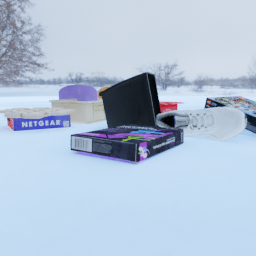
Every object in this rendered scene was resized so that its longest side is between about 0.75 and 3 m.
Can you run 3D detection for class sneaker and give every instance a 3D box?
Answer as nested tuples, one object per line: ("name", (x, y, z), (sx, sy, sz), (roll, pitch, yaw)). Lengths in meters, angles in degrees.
("sneaker", (2.100, -0.121, 8.471), (2.807, 1.046, 1.223), (-4, -5, 42))

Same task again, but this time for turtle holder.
("turtle holder", (-1.280, -2.089, 19.211), (1.681, 1.799, 2.367), (-1, 9, -4))

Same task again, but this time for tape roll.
("tape roll", (-2.879, -1.637, 16.252), (2.254, 0.958, 2.254), (-5, -16, -1))

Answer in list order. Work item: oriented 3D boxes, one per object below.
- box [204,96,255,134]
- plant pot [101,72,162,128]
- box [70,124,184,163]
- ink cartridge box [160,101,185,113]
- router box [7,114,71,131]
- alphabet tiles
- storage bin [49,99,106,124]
("box", (4.549, -0.482, 10.213), (2.006, 0.554, 2.937), (-6, 25, -30))
("plant pot", (0.169, -0.873, 10.772), (1.899, 2.136, 2.141), (-9, 6, 15))
("box", (0.105, 0.301, 7.585), (1.956, 0.494, 2.736), (6, 8, 32))
("ink cartridge box", (1.509, -0.959, 14.675), (1.531, 0.886, 2.635), (-7, 11, -38))
("router box", (-3.737, -0.328, 11.618), (2.211, 0.540, 1.985), (-5, 10, -28))
("alphabet tiles", (-3.558, -0.622, 11.039), (2.665, 0.199, 2.724), (3, 9, 7))
("storage bin", (-2.245, -0.892, 13.756), (2.219, 1.040, 2.203), (4, 10, 28))
